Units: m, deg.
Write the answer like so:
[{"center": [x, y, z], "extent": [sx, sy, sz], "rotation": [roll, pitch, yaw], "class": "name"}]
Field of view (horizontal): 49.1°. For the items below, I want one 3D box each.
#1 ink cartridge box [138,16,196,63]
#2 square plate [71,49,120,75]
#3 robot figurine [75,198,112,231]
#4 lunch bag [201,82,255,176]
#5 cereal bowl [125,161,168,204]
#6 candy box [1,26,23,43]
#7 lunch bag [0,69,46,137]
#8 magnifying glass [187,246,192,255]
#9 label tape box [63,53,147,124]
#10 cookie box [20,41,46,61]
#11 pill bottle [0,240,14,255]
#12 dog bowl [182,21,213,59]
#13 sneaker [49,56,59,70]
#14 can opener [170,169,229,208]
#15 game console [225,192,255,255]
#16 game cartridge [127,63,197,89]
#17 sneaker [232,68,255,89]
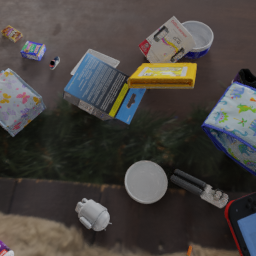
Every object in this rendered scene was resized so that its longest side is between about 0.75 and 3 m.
[{"center": [1.740, -3.711, 12.594], "extent": [2.058, 0.881, 1.519], "rotation": [-39, 64, 13], "class": "ink cartridge box"}, {"center": [-1.492, -2.733, 12.891], "extent": [1.681, 0.241, 1.697], "rotation": [25, 66, 12], "class": "square plate"}, {"center": [-1.186, 3.018, 9.680], "extent": [1.321, 0.746, 1.120], "rotation": [33, 34, 15], "class": "robot figurine"}, {"center": [4.590, -0.071, 10.630], "extent": [2.953, 1.881, 2.510], "rotation": [37, 69, 7], "class": "lunch bag"}, {"center": [0.641, 2.023, 10.242], "extent": [1.551, 0.646, 1.551], "rotation": [1, 63, -1], "class": "cereal bowl"}, {"center": [-5.739, -4.648, 13.855], "extent": [0.925, 0.261, 0.539], "rotation": [34, 67, 14], "class": "candy box"}, {"center": [-4.832, -1.127, 11.437], "extent": [2.261, 1.437, 1.917], "rotation": [41, 71, 8], "class": "lunch bag"}, {"center": [1.994, 4.366, 9.375], "extent": [0.318, 0.090, 0.799], "rotation": [19, 64, 10], "class": "magnifying glass"}, {"center": [-0.944, -1.502, 11.749], "extent": [2.905, 0.919, 2.095], "rotation": [29, 66, -6], "class": "label tape box"}, {"center": [-4.492, -3.675, 13.307], "extent": [0.913, 0.343, 0.781], "rotation": [14, 62, 6], "class": "cookie box"}, {"center": [-4.247, 4.130, 9.151], "extent": [1.238, 0.696, 0.696], "rotation": [32, 67, 15], "class": "pill bottle"}, {"center": [3.094, -4.210, 13.377], "extent": [1.784, 0.703, 1.784], "rotation": [0, 63, 0], "class": "dog bowl"}, {"center": [-3.424, -3.094, 13.028], "extent": [0.286, 0.322, 0.763], "rotation": [13, 63, 7], "class": "sneaker"}, {"center": [2.573, 2.241, 10.193], "extent": [2.169, 0.721, 0.571], "rotation": [27, 64, 22], "class": "can opener"}, {"center": [4.751, 3.499, 9.178], "extent": [2.602, 0.457, 2.943], "rotation": [-18, 82, -8], "class": "game console"}, {"center": [1.402, -2.071, 10.715], "extent": [2.309, 0.425, 2.619], "rotation": [3, 27, 14], "class": "game cartridge"}, {"center": [5.405, -1.477, 11.785], "extent": [0.922, 1.066, 2.434], "rotation": [-31, 67, -15], "class": "sneaker"}]
